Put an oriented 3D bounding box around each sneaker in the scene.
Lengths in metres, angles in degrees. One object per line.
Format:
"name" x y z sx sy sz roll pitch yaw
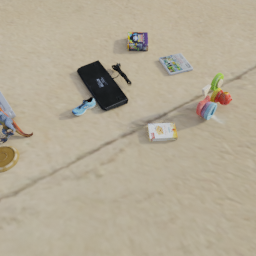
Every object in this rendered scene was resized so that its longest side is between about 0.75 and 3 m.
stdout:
"sneaker" -1.677 -0.855 10.444 1.025 0.461 0.402 -37 58 -28

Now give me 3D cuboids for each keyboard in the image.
"keyboard" -0.800 -1.895 11.490 1.836 0.298 2.889 -24 54 -14

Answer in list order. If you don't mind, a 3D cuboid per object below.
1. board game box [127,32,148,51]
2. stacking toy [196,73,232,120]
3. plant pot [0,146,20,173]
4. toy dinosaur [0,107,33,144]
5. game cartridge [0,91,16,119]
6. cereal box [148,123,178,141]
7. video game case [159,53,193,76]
"board game box" 0.468 -4.150 13.420 0.985 0.338 1.191 0 49 2
"stacking toy" 3.174 -1.085 9.991 0.665 1.425 1.574 33 61 28
"plant pot" -4.071 0.962 9.067 1.056 0.145 1.056 0 48 0
"toy dinosaur" -4.331 -0.219 9.766 1.645 0.864 1.493 9 45 -38
"game cartridge" -5.061 -0.732 10.442 1.161 0.357 1.745 -26 54 -26
"cereal box" 1.195 0.134 9.755 0.965 0.191 0.694 -3 49 -2
"video game case" 2.112 -2.838 12.405 1.119 0.135 1.228 -15 51 -13
